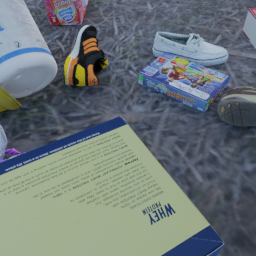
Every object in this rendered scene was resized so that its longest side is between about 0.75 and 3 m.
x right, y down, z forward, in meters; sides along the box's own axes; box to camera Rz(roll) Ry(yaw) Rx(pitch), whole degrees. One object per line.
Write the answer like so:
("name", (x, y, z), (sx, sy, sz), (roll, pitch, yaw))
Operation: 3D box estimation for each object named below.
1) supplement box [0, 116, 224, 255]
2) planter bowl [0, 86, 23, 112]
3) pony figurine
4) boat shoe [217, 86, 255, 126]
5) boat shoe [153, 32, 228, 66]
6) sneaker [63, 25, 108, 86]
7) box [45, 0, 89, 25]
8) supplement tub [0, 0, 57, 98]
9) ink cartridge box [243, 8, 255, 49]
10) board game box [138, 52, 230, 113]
("supplement box", (-0.581, 1.647, 4.309), (2.648, 1.778, 2.645), (-23, 50, -21))
("planter bowl", (-3.530, -0.846, 7.139), (1.569, 1.569, 0.653), (33, 75, 28))
("pony figurine", (-2.871, 0.619, 6.001), (1.284, 1.069, 1.239), (-33, 84, -37))
("boat shoe", (3.763, -0.569, 7.005), (2.882, 1.073, 1.056), (12, 47, 10))
("boat shoe", (2.059, -2.650, 9.183), (2.500, 0.835, 0.919), (5, 46, 5))
("sneaker", (-1.138, -2.235, 8.808), (1.190, 0.925, 2.644), (11, 51, 3))
("box", (-2.470, -5.529, 11.607), (1.344, 1.403, 2.815), (1, 46, 1))
("supplement tub", (-3.240, -2.346, 7.447), (1.814, 1.814, 2.749), (-26, 80, -23))
("ink cartridge box", (5.538, -3.582, 10.045), (2.174, 0.910, 1.569), (-2, 46, -2))
("board game box", (1.622, -1.438, 8.308), (2.243, 0.386, 1.518), (29, 52, 26))
